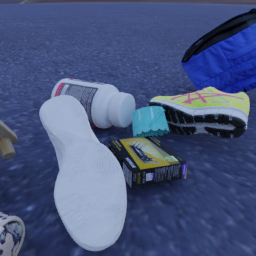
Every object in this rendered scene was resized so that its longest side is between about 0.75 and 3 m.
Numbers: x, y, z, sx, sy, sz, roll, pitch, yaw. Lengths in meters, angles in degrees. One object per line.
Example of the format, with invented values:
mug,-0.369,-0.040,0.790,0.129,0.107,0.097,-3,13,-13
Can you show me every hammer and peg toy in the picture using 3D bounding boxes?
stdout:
hammer and peg toy,-2.910,0.096,4.222,1.654,2.248,0.793,-30,65,-7

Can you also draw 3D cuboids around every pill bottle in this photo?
pill bottle,-0.845,-0.588,6.919,1.943,1.076,1.076,13,31,28

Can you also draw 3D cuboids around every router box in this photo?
router box,0.317,0.580,5.337,1.066,0.354,1.356,-6,21,-20

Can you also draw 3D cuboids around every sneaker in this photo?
sneaker,-0.691,0.710,4.581,1.006,1.183,2.673,-17,54,-10
sneaker,1.613,-0.467,6.442,2.411,0.942,1.089,12,55,36

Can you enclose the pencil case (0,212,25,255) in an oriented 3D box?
pencil case,-2.260,1.252,3.786,1.931,0.864,0.751,16,50,26

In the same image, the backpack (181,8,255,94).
backpack,3.045,-2.048,7.987,2.421,2.032,1.967,-31,19,28

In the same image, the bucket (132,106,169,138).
bucket,0.473,-0.113,6.155,0.846,0.550,0.846,-8,-11,-2
